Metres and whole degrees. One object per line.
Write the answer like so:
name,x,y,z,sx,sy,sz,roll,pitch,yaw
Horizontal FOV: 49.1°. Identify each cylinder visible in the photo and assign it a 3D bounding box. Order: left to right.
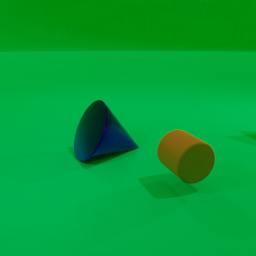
cylinder,1.016,0.491,4.991,0.754,0.754,0.754,-6,19,-20

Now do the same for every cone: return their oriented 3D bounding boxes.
cone,-0.298,0.262,6.589,1.435,1.429,1.429,21,4,-32
